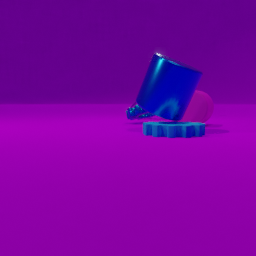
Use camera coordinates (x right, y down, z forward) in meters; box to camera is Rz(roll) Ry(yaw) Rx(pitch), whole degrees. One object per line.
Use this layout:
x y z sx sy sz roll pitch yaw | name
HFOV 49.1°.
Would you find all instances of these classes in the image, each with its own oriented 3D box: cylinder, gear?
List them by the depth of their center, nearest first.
1.008 0.016 6.214 1.338 0.247 1.338 0 5 0 | gear
0.986 -1.001 6.861 1.266 1.266 1.266 19 19 -7 | cylinder
1.976 -0.612 8.492 1.061 1.061 1.061 3 6 26 | cylinder
0.702 -0.582 9.290 1.510 0.279 1.510 -11 -8 -2 | gear

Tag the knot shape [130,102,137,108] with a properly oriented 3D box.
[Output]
0.887 -1.212 11.635 0.873 1.889 1.768 36 -3 -2 | knot shape
